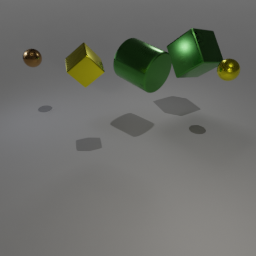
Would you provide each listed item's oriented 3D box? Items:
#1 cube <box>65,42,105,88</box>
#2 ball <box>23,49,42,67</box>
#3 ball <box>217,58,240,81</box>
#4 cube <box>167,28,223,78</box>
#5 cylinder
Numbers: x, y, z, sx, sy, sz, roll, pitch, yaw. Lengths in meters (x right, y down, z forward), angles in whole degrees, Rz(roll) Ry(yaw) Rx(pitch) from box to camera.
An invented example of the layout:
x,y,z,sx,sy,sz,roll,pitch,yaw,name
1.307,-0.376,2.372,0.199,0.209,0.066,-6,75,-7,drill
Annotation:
x,y,z,sx,sy,sz,roll,pitch,yaw,name
-1.136,-1.643,7.339,0.700,0.700,0.700,-36,43,18,cube
-3.660,-2.680,10.732,0.700,0.700,0.700,0,29,0,ball
3.167,-1.832,8.830,0.700,0.700,0.700,0,29,0,ball
2.640,-2.905,11.052,1.400,1.400,1.400,-10,-9,-39,cube
0.478,-2.068,9.240,1.400,1.400,1.400,34,43,30,cylinder
